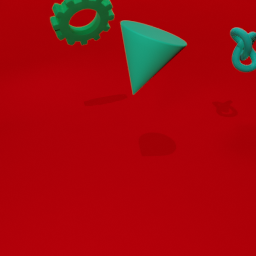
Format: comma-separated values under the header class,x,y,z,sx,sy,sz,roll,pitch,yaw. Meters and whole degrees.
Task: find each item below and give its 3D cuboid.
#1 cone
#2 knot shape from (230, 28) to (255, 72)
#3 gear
class,x,y,z,sx,sy,sz,roll,pitch,yaw
cone,0.271,-1.114,4.976,1.173,1.177,1.173,15,28,-8
knot shape,3.116,-2.204,7.533,0.568,1.150,1.229,-7,50,38
gear,-1.187,-2.891,7.399,1.639,1.639,0.303,-15,67,-22
